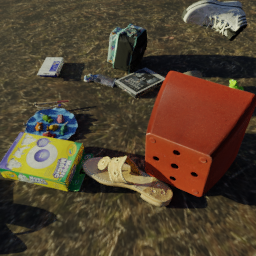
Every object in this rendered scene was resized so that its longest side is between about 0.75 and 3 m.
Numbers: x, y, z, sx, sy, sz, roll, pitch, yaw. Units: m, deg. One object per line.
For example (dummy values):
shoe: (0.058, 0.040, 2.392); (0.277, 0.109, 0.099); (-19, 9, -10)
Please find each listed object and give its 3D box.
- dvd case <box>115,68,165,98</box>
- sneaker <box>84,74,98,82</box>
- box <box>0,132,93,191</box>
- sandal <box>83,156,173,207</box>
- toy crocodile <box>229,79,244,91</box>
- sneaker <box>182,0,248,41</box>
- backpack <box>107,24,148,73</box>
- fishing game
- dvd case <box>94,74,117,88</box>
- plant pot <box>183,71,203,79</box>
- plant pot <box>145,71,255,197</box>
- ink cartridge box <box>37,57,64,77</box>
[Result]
dvd case: (0.621, -2.245, 13.591); (2.023, 0.250, 1.520); (-29, 49, -29)
sneaker: (-1.758, -2.503, 13.820); (0.840, 0.324, 0.318); (-20, 44, -23)
box: (-2.701, 1.127, 9.479); (2.779, 0.672, 1.631); (10, 50, 9)
sandal: (0.025, 1.329, 8.820); (3.077, 1.012, 1.128); (23, 40, 15)
toy crocodile: (4.961, -1.602, 12.700); (0.616, 0.564, 1.826); (32, 33, -27)
sneaker: (2.911, -3.465, 9.084); (2.167, 0.818, 1.247); (-8, 64, -10)
backpack: (0.033, -4.198, 14.402); (1.803, 2.067, 2.352); (24, 44, 16)
fishing game: (-3.048, -0.163, 11.038); (2.066, 0.449, 2.886); (-7, 48, -10)
dvd case: (-1.078, -2.323, 13.673); (0.947, 0.076, 0.704); (19, 44, 3)
plant pot: (2.525, -1.467, 11.902); (1.717, 1.717, 1.153); (-15, 72, -16)
plant pot: (1.969, 0.352, 8.816); (2.865, 2.867, 2.527); (21, 48, 22)
ink cartridge box: (-3.963, -3.056, 14.412); (0.918, 0.362, 1.845); (3, 41, 3)
